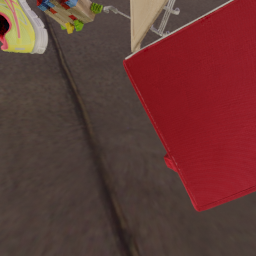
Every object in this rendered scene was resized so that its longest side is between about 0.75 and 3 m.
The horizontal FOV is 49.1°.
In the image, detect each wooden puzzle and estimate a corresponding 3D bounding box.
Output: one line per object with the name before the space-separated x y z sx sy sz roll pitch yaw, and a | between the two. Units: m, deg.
wooden puzzle | 0.414 -2.466 4.523 0.366 1.966 1.819 4 72 -14

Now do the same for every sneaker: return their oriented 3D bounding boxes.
sneaker | -3.111 -2.857 6.697 1.224 1.060 2.712 -28 73 -43

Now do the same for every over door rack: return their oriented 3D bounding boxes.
over door rack | 0.537 -3.861 8.235 2.187 1.616 0.729 26 39 6

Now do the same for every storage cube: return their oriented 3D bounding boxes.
storage cube | 1.180 -0.456 3.525 2.077 1.867 1.776 -25 12 12

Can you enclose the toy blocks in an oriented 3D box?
toy blocks | -1.764 -3.472 7.976 1.753 1.198 0.876 6 74 43
